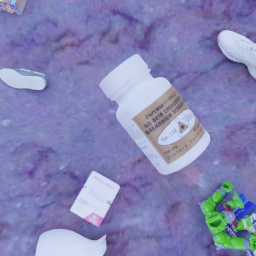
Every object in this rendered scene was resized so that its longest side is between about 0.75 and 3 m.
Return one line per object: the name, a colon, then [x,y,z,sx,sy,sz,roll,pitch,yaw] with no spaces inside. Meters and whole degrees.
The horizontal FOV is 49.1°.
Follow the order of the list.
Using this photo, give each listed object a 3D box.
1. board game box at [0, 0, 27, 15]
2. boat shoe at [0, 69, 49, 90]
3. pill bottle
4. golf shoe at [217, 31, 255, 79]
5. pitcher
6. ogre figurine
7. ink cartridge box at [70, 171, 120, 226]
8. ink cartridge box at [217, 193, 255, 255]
board game box: [-4.431,-4.831,10.112,1.329,0.643,1.059,14,78,3]
boat shoe: [-3.534,-1.714,9.580,1.719,0.626,0.531,13,34,10]
pill bottle: [0.514,-0.302,5.833,1.318,1.318,2.305,-39,94,-8]
golf shoe: [4.144,-2.558,9.369,2.516,1.151,0.947,41,81,10]
pitcher: [-1.652,3.776,8.062,1.877,1.138,1.610,8,94,-6]
ogre figurine: [2.888,2.654,8.242,1.210,0.991,2.019,-20,72,6]
ink cartridge box: [-0.974,2.150,8.605,0.990,0.559,1.351,29,79,6]
ink cartridge box: [3.838,3.209,8.445,1.142,0.450,2.296,-36,79,-7]
